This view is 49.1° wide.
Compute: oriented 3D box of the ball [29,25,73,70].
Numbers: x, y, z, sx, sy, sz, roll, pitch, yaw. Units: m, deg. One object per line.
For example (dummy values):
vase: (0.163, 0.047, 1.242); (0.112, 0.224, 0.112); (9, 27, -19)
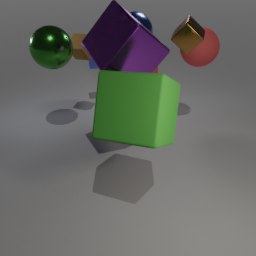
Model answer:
ball: (-2.520, -2.641, 9.230); (1.400, 1.400, 1.400); (0, 29, 0)

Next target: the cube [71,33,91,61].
cube: (-1.729, -3.041, 10.502); (0.700, 0.700, 0.700); (11, 72, 26)

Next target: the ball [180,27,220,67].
ball: (2.600, -2.938, 10.185); (1.400, 1.400, 1.400); (0, 29, 0)

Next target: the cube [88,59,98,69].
cube: (-1.397, -3.121, 12.400); (0.700, 0.700, 0.700); (-6, 49, -9)

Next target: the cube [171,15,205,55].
cube: (1.819, -2.804, 8.454); (0.700, 0.700, 0.700); (38, 41, -14)

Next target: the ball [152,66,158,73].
ball: (0.491, -2.370, 11.094); (1.400, 1.400, 1.400); (0, 29, 0)

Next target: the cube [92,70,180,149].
cube: (0.224, -0.394, 6.014); (1.400, 1.400, 1.400); (8, 4, 22)

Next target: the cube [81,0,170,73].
cube: (-0.077, -2.093, 7.256); (1.400, 1.400, 1.400); (20, 28, -49)

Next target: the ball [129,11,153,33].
ball: (0.221, -3.559, 10.358); (1.400, 1.400, 1.400); (0, 29, 0)
